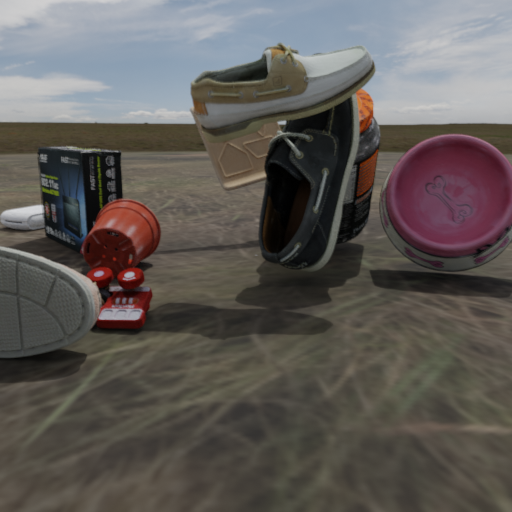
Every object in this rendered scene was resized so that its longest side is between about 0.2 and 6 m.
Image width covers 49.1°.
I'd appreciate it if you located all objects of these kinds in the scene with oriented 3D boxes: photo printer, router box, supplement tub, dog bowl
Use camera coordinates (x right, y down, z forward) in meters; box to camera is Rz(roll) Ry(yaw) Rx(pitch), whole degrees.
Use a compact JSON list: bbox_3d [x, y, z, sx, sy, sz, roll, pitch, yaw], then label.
[{"bbox_3d":[-5.176,-0.877,12.937,0.987,0.412,1.187,8,16,27],"label":"photo printer"},{"bbox_3d":[-3.416,-1.137,10.845,0.776,1.871,2.496,-9,16,-37],"label":"router box"},{"bbox_3d":[1.353,-1.638,10.242,1.665,2.718,1.665,-2,48,2],"label":"supplement tub"},{"bbox_3d":[3.024,-0.896,8.734,2.212,2.212,0.816,4,-9,18],"label":"dog bowl"}]

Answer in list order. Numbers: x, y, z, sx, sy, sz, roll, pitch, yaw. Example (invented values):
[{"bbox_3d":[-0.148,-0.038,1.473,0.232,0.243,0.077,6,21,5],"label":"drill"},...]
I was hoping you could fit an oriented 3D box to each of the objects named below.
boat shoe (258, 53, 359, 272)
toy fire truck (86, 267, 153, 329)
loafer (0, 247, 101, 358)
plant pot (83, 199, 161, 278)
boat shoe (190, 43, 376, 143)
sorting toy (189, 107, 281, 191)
[{"bbox_3d":[0.720,-1.447,8.277,1.117,3.304,1.187,10,-2,-44],"label":"boat shoe"},{"bbox_3d":[-1.740,0.574,6.726,0.959,0.538,0.805,0,32,6],"label":"toy fire truck"},{"bbox_3d":[-3.148,0.431,6.071,3.203,1.151,1.007,-1,6,7],"label":"loafer"},{"bbox_3d":[-2.194,-0.229,8.964,1.124,1.124,1.093,1,21,3],"label":"plant pot"},{"bbox_3d":[0.348,-2.359,7.550,2.536,0.867,0.948,-21,36,3],"label":"boat shoe"},{"bbox_3d":[0.079,-2.474,11.624,2.588,1.913,0.381,-21,-8,-27],"label":"sorting toy"}]
